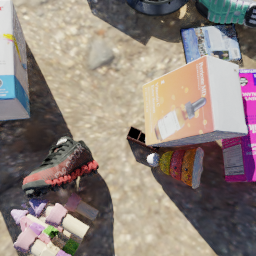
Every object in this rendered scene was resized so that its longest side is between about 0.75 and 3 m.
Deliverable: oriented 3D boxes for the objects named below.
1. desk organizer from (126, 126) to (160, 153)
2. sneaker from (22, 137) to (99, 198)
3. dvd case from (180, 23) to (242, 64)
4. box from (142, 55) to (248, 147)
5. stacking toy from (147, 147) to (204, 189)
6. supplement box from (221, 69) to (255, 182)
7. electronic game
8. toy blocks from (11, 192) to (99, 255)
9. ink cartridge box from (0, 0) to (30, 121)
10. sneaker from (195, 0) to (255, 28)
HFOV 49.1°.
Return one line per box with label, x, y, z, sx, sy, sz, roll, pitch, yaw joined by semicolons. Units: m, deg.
desk organizer;0.481;0.325;8.206;1.042;0.401;0.374;23;80;5
sneaker;-1.718;0.892;7.047;0.898;2.539;1.241;-18;90;27
dvd case;2.637;-2.683;8.940;1.784;0.157;1.273;-7;78;-1
box;1.597;-0.530;7.249;1.249;2.349;1.789;5;76;-35
stacking toy;1.295;1.028;7.908;1.557;1.138;1.138;6;78;20
supplement box;3.502;-0.006;7.722;1.488;1.519;2.940;-3;80;-2
electronic game;0.984;-4.693;9.140;2.368;0.493;2.368;-2;75;7
toy blocks;-2.186;2.660;6.859;1.949;2.163;2.315;30;86;3
ink cartridge box;-3.931;-1.729;7.681;2.003;1.993;2.730;-5;78;-10
sneaker;3.345;-3.809;8.990;2.336;0.869;1.022;25;40;16
